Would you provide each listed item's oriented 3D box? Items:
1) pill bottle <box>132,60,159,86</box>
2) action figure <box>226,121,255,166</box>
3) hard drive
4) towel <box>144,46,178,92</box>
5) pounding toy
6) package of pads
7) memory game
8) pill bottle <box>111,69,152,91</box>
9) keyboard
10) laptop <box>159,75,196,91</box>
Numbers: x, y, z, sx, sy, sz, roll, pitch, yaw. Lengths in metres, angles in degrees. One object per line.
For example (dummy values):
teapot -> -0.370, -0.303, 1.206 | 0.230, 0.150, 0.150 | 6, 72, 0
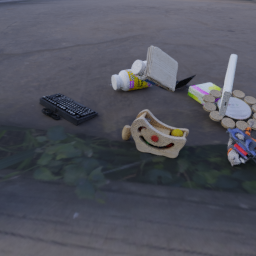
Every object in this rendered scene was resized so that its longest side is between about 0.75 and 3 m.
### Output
pill bottle -> 0.834, -2.225, 11.261 | 1.400, 0.786, 0.786 | 12, 19, -42
action figure -> 4.033, 0.753, 9.103 | 1.862, 1.007, 1.925 | -26, 66, -25
hard drive -> 3.365, -1.444, 9.426 | 0.235, 1.179, 1.787 | 12, 55, 16
towel -> 1.319, -2.272, 10.903 | 0.335, 1.286, 1.941 | 1, -12, 41
pounding toy -> 0.910, -0.003, 9.578 | 2.317, 1.325, 1.329 | 11, 34, 16
package of pads -> 3.676, -1.512, 12.669 | 1.230, 0.543, 1.593 | -13, 35, -20
memory game -> 4.301, -0.789, 11.366 | 2.601, 0.166, 2.601 | 4, 45, -4
pill bottle -> 0.213, -2.349, 13.569 | 1.914, 0.998, 0.998 | -14, 35, -19
keyboard -> -2.726, -0.852, 11.840 | 2.751, 0.353, 1.652 | 27, 41, 36
laptop -> 2.377, -2.347, 13.818 | 1.244, 0.725, 1.403 | -24, 40, -34
